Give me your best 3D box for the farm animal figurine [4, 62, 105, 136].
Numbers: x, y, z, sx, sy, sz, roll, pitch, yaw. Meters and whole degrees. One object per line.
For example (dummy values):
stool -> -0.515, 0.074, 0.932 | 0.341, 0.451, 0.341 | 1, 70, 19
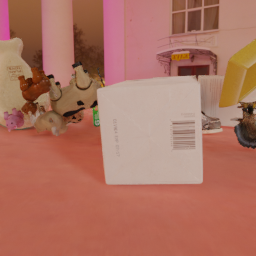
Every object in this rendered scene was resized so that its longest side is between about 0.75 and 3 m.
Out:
farm animal figurine -> -1.738, -0.346, 6.658 | 1.993, 1.241, 2.468 | -17, -12, -33

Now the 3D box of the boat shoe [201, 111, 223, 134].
boat shoe -> 1.667, -0.311, 8.013 | 0.888, 0.736, 2.472 | -3, 9, -27

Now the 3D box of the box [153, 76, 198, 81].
box -> 0.870, -0.727, 8.070 | 1.606, 0.424, 2.060 | 7, 49, 44

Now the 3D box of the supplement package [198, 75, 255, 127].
supplement package -> 3.588, -0.810, 8.523 | 2.616, 1.535, 1.529 | 6, 7, 33

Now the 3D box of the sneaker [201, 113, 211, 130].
sneaker -> 1.578, -0.004, 6.357 | 0.502, 0.326, 0.869 | 18, -30, -12

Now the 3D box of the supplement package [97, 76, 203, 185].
supplement package -> 0.420, -0.134, 4.203 | 1.174, 1.219, 2.143 | -2, 13, 10

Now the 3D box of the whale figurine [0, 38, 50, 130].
whale figurine -> -3.379, -1.256, 8.264 | 2.129, 2.677, 1.389 | -16, -3, -31

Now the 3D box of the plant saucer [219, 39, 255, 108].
plant saucer -> 2.865, -1.295, 6.612 | 1.540, 1.540, 0.373 | -36, 55, -22

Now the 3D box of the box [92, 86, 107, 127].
box -> -0.107, -0.716, 8.871 | 2.191, 1.286, 0.530 | -7, 7, -32

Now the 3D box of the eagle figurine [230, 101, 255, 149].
eagle figurine -> 2.251, -0.033, 4.921 | 0.745, 0.982, 0.741 | -21, -23, 21
